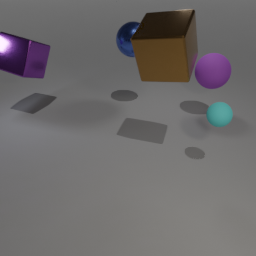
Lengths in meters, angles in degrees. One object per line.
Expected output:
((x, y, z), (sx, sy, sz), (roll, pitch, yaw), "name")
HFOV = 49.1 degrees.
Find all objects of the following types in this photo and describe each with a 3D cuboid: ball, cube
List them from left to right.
((-4.168, -2.843, 11.122), (1.400, 1.400, 1.400), (19, 12, 13), "cube")
((0.207, -3.604, 11.444), (1.400, 1.400, 1.400), (0, 29, 0), "ball")
((1.070, -2.233, 7.707), (1.400, 1.400, 1.400), (5, 49, 23), "cube")
((3.366, -2.255, 11.129), (1.400, 1.400, 1.400), (0, 29, 0), "ball")
((2.554, -0.375, 7.829), (0.700, 0.700, 0.700), (0, 29, 0), "ball")
